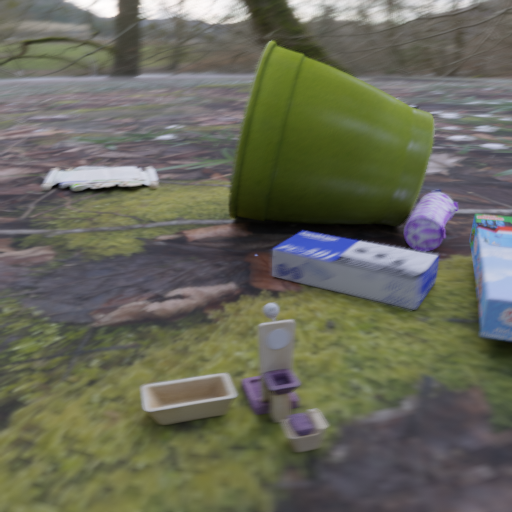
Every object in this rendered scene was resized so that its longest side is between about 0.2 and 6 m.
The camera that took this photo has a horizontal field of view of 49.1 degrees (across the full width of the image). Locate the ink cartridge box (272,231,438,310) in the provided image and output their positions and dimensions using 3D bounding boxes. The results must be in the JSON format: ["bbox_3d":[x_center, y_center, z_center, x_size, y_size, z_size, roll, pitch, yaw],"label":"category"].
[{"bbox_3d":[1.396,0.153,8.023,2.131,0.471,1.002,12,24,28],"label":"ink cartridge box"}]

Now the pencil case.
[{"bbox_3d":[3.015,-0.602,9.620,0.682,0.669,1.595,6,25,26],"label":"pencil case"}]

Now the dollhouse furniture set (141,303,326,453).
[{"bbox_3d":[-0.260,1.072,4.966,1.474,1.046,1.168,-6,23,-14],"label":"dollhouse furniture set"}]

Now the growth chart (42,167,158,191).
[{"bbox_3d":[-3.675,-1.844,13.302,2.738,0.243,1.982,-2,23,-5],"label":"growth chart"}]

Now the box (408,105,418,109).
[{"bbox_3d":[3.252,-2.723,13.527,1.225,1.714,0.309,-11,27,-24],"label":"box"}]

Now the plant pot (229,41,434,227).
[{"bbox_3d":[1.404,-1.869,10.184,3.102,3.221,3.221,15,23,3],"label":"plant pot"}]

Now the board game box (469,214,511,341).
[{"bbox_3d":[4.006,0.262,7.055,2.336,0.565,3.088,7,24,16],"label":"board game box"}]
